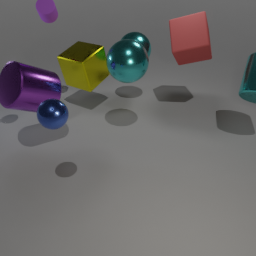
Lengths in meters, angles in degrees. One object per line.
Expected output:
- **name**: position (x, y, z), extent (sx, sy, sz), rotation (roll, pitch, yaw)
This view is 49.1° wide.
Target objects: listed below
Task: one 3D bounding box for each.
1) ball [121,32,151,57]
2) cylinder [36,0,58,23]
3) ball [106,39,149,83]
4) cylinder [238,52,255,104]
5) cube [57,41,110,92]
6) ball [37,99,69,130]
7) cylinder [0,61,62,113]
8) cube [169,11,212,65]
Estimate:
- **ball**: position (0.278, -3.318, 11.800), extent (1.400, 1.400, 1.400), rotation (0, 31, 0)
- **cylinder**: position (-3.042, -4.433, 10.546), extent (0.700, 0.700, 0.700), rotation (-3, -5, -4)
- **ball**: position (-0.016, -2.176, 9.164), extent (1.400, 1.400, 1.400), rotation (0, 31, 0)
- **cylinder**: position (4.582, -1.630, 9.360), extent (1.400, 1.400, 1.400), rotation (17, -5, 2)
- **cube**: position (-1.810, -2.569, 11.625), extent (1.400, 1.400, 1.400), rotation (19, 51, 28)
- **ball**: position (-1.697, -0.312, 6.326), extent (0.700, 0.700, 0.700), rotation (0, 31, 0)
- **cylinder**: position (-3.031, -1.209, 8.651), extent (1.400, 1.400, 1.400), rotation (27, 12, 37)
- **cube**: position (2.513, -3.509, 11.168), extent (1.400, 1.400, 1.400), rotation (-7, -11, 20)
